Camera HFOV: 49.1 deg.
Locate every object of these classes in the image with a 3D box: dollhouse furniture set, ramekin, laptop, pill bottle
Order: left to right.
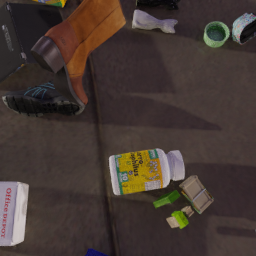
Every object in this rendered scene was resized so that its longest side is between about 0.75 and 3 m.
[{"bbox_3d":[-3.867,-3.126,10.553,2.865,1.661,2.683,-28,72,21],"label":"laptop"},{"bbox_3d":[0.566,1.296,8.607,2.159,1.217,1.217,-8,73,-2],"label":"pill bottle"},{"bbox_3d":[1.753,2.303,8.756,1.565,0.785,1.025,-27,79,-38],"label":"dollhouse furniture set"},{"bbox_3d":[3.284,-3.476,10.495,0.906,0.442,0.906,0,73,0],"label":"ramekin"}]

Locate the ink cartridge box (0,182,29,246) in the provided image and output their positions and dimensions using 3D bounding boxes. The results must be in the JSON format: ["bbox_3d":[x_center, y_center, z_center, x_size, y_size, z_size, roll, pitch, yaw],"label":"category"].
[{"bbox_3d":[-4.359,2.515,8.322,2.409,1.035,1.764,0,73,-1],"label":"ink cartridge box"}]

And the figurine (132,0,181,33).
[{"bbox_3d":[1.106,-4.422,10.691,1.705,0.752,1.747,10,74,-1],"label":"figurine"}]

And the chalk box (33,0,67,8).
[{"bbox_3d":[-3.385,-5.813,10.620,2.267,1.403,1.411,16,64,5],"label":"chalk box"}]

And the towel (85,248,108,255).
[{"bbox_3d":[-0.417,4.770,7.912,2.461,0.610,1.817,24,68,7],"label":"towel"}]

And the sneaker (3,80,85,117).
[{"bbox_3d":[-2.809,-1.032,9.599,2.755,1.039,1.092,3,54,-2],"label":"sneaker"}]

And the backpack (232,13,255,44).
[{"bbox_3d":[4.311,-3.652,10.329,1.017,0.903,0.766,-41,55,-7],"label":"backpack"}]

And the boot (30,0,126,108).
[{"bbox_3d":[-1.030,-2.071,7.426,0.893,2.456,2.608,25,68,36],"label":"boot"}]
